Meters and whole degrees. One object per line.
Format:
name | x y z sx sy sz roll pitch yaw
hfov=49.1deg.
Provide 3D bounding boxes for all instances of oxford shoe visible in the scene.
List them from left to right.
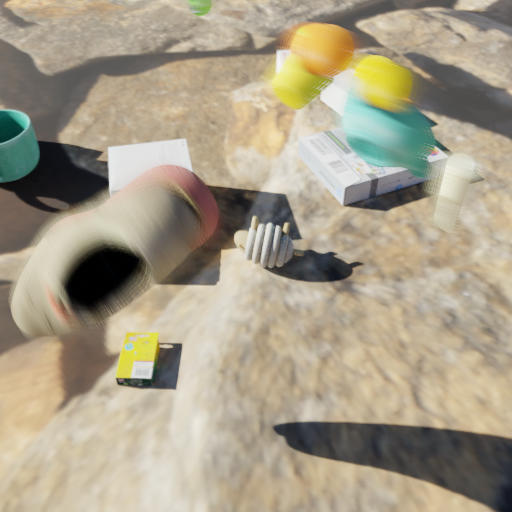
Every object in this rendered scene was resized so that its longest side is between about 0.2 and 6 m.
oxford shoe | -1.610 0.180 5.015 1.005 2.853 1.067 48 38 -11

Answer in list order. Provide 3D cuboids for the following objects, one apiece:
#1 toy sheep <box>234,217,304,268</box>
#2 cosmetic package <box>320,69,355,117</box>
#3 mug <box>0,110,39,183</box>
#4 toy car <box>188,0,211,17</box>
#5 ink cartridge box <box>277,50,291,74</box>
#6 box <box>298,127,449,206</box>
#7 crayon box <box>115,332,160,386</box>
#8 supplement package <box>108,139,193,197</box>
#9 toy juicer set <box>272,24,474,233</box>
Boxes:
toy sheep | 0.198 -0.171 8.574 1.095 0.755 0.755 11 45 5
cosmetic package | 2.122 -3.376 11.963 0.837 0.602 1.484 -20 47 -20
mug | -4.706 -1.849 10.126 1.265 0.952 1.539 22 49 20
toy car | -0.938 -3.902 7.787 1.260 1.186 0.281 -41 42 -9
ink cartridge box | 1.176 -4.298 12.926 1.335 0.565 0.965 -4 45 -3
box | 2.155 -1.871 10.506 2.223 0.458 1.733 -19 48 -17
crayon box | -1.541 1.348 7.375 0.473 0.189 0.745 1 45 1
supplement package | -1.719 -1.161 9.391 1.327 0.976 1.269 -8 45 -8
toy juicer set | 1.684 -1.677 6.742 3.228 2.054 0.878 41 83 1
